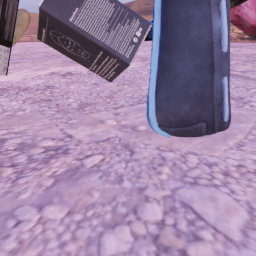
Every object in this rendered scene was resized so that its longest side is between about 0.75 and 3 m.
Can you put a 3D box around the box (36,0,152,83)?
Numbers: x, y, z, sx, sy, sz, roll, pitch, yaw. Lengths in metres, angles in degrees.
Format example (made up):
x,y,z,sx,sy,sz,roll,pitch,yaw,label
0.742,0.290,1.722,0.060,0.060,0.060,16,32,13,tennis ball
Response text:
x,y,z,sx,sy,sz,roll,pitch,yaw,label
-0.857,-2.236,6.496,2.168,1.161,1.609,29,-14,-15,box

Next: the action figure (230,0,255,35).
x,y,z,sx,sy,sz,roll,pitch,yaw,label
2.410,-2.945,6.605,2.673,1.990,1.790,14,4,-3,action figure

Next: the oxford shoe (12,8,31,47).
x,y,z,sx,sy,sz,roll,pitch,yaw,label
-2.927,-2.157,6.756,0.594,1.678,0.619,40,2,-40,oxford shoe

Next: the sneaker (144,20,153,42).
x,y,z,sx,sy,sz,roll,pitch,yaw,label
1.225,-3.804,10.620,2.261,0.793,0.881,-11,42,37,sneaker

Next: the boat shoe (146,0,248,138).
x,y,z,sx,sy,sz,roll,pitch,yaw,label
0.697,-1.234,2.625,0.908,2.645,1.113,4,17,4,boat shoe

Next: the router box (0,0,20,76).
x,y,z,sx,sy,sz,roll,pitch,yaw,label
-3.119,-2.154,5.823,1.490,1.896,0.495,14,5,16,router box
